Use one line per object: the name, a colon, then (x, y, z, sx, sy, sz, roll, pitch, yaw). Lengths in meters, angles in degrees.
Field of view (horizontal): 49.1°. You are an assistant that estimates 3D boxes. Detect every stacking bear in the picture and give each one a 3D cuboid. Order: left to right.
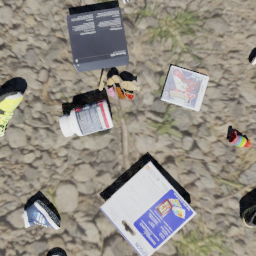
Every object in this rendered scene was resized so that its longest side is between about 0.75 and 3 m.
stacking bear: (4.493, 0.525, 11.094, 0.851, 0.517, 0.484, 21, 126, -8)

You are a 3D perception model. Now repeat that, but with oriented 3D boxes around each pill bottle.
pill bottle: (-1.607, -0.320, 10.805, 1.896, 1.134, 1.134, -16, 86, -1)

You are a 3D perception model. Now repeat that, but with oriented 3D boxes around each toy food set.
toy food set: (-0.330, -1.571, 11.099, 1.564, 0.246, 0.994, 23, 127, 4)

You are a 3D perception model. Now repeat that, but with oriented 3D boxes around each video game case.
video game case: (2.314, -1.615, 11.369, 1.612, 0.185, 1.469, 17, 86, 1)

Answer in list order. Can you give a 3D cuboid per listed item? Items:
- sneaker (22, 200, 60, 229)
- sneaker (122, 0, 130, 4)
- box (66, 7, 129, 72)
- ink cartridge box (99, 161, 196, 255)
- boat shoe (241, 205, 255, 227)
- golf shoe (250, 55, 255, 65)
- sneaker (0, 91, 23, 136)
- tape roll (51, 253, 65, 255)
sneaker: (-3.431, 3.606, 10.848, 1.045, 0.575, 1.428, -43, 89, 3)
sneaker: (-0.162, -5.595, 11.616, 0.443, 0.289, 0.792, -29, 95, -5)
box: (-1.155, -3.409, 11.015, 2.153, 1.121, 1.961, -9, 85, 0)
ink cartridge box: (0.745, 3.110, 10.746, 2.647, 0.622, 2.616, -42, 82, -1)
boat shoe: (5.672, 3.068, 10.706, 2.634, 0.854, 0.964, -33, 87, -2)
golf shoe: (5.472, -2.926, 11.350, 1.109, 0.403, 0.511, -43, 87, -3)
sneaker: (-5.097, -0.280, 10.923, 2.984, 1.125, 1.140, -41, 95, 8)
tape roll: (-2.761, 5.312, 10.843, 0.847, 0.280, 0.847, 0, 85, 0)
